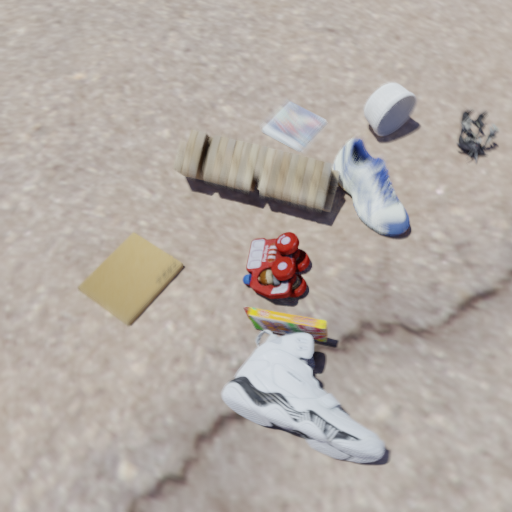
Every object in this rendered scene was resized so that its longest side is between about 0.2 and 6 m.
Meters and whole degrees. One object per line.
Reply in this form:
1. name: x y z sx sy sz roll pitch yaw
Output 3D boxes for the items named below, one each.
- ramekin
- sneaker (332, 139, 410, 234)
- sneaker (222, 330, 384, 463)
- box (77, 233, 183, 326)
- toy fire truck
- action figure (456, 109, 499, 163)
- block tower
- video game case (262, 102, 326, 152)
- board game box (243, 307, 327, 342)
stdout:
1. ramekin: 2.806 -3.149 11.908 1.087 1.087 0.571 -29 67 -17
2. sneaker: 2.238 -1.357 10.799 0.792 0.928 2.105 -24 63 -28
3. sneaker: 0.871 2.084 8.643 2.550 0.958 1.466 19 62 16
4. box: -2.280 0.385 10.221 1.238 0.161 1.515 31 63 18
5. toy fire truck: 0.317 0.204 10.106 1.090 0.728 1.298 -6 53 25
6. action figure: 4.645 -2.614 11.878 0.761 0.653 1.280 14 56 -4
7. block tower: 0.025 -1.661 10.909 3.114 0.900 0.841 15 90 8
8. video game case: 0.831 -2.860 12.321 0.991 0.125 1.088 32 63 17
9. board game box: 0.479 1.131 9.314 1.386 0.662 0.208 11 65 15
